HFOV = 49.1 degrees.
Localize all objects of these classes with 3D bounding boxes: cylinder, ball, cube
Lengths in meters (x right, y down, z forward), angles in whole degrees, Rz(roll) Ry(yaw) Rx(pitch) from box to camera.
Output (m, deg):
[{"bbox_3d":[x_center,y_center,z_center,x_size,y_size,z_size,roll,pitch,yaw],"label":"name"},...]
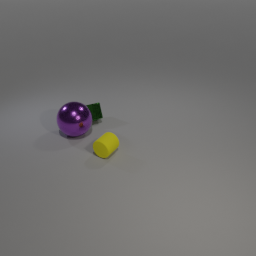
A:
[{"bbox_3d":[-0.780,0.605,9.996,0.700,0.700,0.700,16,35,27],"label":"cylinder"},{"bbox_3d":[-2.119,-0.349,11.111,1.400,1.400,1.400,0,29,0],"label":"ball"},{"bbox_3d":[-1.602,-0.681,12.192,0.700,0.700,0.700,-16,7,-28],"label":"cube"}]
